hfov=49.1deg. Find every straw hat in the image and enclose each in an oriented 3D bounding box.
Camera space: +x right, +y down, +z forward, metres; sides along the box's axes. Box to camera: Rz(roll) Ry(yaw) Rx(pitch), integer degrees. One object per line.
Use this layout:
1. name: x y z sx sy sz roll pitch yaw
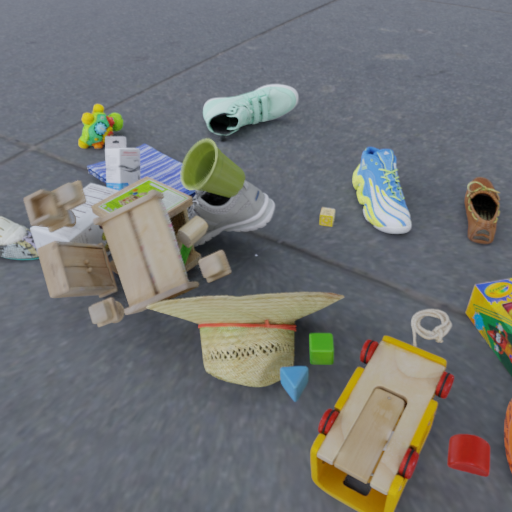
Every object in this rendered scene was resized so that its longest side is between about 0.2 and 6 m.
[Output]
1. straw hat: -0.127 1.327 8.487 3.012 3.012 1.275 -3 80 -3

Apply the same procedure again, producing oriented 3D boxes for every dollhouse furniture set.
1. dollhouse furniture set: -1.942 -0.342 9.269 2.933 2.501 1.432 -22 -8 16

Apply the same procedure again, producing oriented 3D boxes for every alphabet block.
1. alphabet block: 1.516 -0.829 11.962 0.288 0.287 0.293 8 39 12

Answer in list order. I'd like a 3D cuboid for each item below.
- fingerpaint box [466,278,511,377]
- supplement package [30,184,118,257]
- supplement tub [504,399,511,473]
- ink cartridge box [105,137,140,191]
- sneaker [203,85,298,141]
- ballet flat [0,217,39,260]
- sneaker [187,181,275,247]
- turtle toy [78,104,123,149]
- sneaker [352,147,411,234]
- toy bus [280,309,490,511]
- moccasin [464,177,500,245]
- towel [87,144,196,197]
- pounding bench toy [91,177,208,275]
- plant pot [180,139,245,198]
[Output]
1. fingerpaint box: 4.863 1.105 9.250 2.036 0.747 1.699 -8 40 -9
2. supplement package: -3.338 -0.515 11.001 0.966 1.004 1.764 17 43 21
3. supplement tub: 4.592 2.410 7.076 2.442 1.496 1.496 3 40 3
4. ink cartridge box: -2.797 -1.916 11.791 0.396 1.168 0.677 6 13 26
5. sneaker: -0.097 -3.779 14.968 2.641 0.972 1.558 -11 34 2
6. ballet flat: -5.231 -0.430 11.100 2.240 0.806 0.806 8 40 10
7. sneaker: -0.967 -0.958 10.922 2.645 1.084 0.988 -14 44 29
8. turtle toy: -4.003 -3.333 14.553 0.716 1.032 1.416 27 43 1
9. sneaker: 2.683 -1.525 12.041 0.898 1.246 2.372 -9 40 -11
10. toy bus: 1.727 2.184 7.513 2.504 1.294 2.363 -11 45 -5
11. moccasin: 4.799 -1.117 11.905 0.747 0.788 2.042 15 42 17
12. towel: -2.447 -1.891 13.088 2.571 0.307 1.862 30 45 29
13. pounding bench toy: -1.663 -0.175 10.042 2.064 1.610 1.282 26 48 34
14. plant pot: -0.659 -1.366 9.332 0.839 0.883 0.883 22 20 -43
